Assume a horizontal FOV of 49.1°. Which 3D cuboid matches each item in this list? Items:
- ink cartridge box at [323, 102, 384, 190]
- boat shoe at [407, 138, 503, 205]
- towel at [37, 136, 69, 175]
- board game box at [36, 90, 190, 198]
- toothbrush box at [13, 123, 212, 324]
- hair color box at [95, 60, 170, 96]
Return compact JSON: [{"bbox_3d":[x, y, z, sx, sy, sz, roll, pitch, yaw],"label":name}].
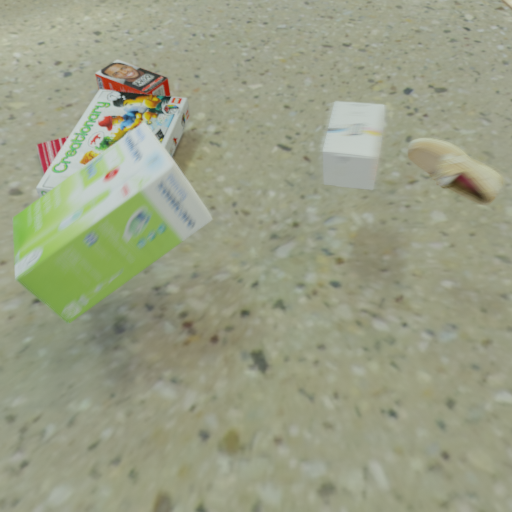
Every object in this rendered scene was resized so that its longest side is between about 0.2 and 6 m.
[{"bbox_3d":[1.739,-1.952,9.960,0.905,0.922,1.252,8,60,14],"label":"ink cartridge box"},{"bbox_3d":[3.092,-1.319,8.848,1.585,0.584,0.548,28,60,9],"label":"boat shoe"},{"bbox_3d":[-3.786,-2.394,13.453,2.625,0.295,1.899,-18,52,-14],"label":"towel"},{"bbox_3d":[-3.128,-2.450,12.874,2.313,0.634,3.664,7,51,8],"label":"board game box"},{"bbox_3d":[-2.299,-0.578,8.681,2.698,1.161,1.965,-35,38,0],"label":"toothbrush box"},{"bbox_3d":[-3.400,-4.724,15.428,1.873,0.573,0.950,25,53,22],"label":"hair color box"}]
